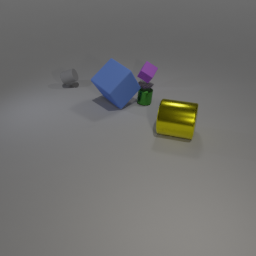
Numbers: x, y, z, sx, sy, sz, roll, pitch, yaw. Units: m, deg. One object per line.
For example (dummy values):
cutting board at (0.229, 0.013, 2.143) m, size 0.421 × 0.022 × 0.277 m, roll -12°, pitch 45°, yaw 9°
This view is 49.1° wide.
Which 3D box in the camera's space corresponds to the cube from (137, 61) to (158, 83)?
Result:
cube at (1.018, -2.913, 14.651) m, size 0.700 × 0.700 × 0.700 m, roll 31°, pitch 67°, yaw -7°

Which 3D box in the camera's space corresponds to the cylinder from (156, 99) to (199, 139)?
cylinder at (1.910, -0.355, 10.803) m, size 1.400 × 1.400 × 1.400 m, roll 10°, pitch 33°, yaw 15°

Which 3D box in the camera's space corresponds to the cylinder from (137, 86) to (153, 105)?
cylinder at (0.809, -1.535, 13.358) m, size 0.700 × 0.700 × 0.700 m, roll 5°, pitch 31°, yaw -3°

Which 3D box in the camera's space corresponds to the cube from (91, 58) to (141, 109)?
cube at (-0.538, -2.001, 12.741) m, size 1.400 × 1.400 × 1.400 m, roll -47°, pitch 57°, yaw -5°

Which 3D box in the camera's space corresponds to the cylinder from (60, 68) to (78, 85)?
cylinder at (-3.097, -2.710, 14.794) m, size 0.700 × 0.700 × 0.700 m, roll -14°, pitch 28°, yaw 17°
